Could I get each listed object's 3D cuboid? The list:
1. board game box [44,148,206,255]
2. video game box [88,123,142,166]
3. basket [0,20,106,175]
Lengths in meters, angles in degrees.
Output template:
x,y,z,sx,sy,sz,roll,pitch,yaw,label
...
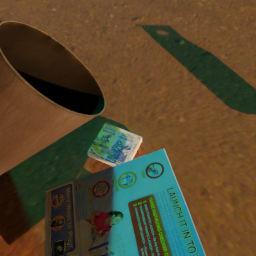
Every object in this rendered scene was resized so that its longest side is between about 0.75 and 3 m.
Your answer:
x,y,z,sx,sy,sz,roll,pitch,yaw,label
-0.134,1.872,4.799,2.510,0.716,2.563,-20,44,5,board game box
-0.296,0.439,6.658,1.013,0.237,0.923,21,58,12,video game box
-2.299,-0.278,5.484,2.855,2.574,1.942,-35,68,20,basket
